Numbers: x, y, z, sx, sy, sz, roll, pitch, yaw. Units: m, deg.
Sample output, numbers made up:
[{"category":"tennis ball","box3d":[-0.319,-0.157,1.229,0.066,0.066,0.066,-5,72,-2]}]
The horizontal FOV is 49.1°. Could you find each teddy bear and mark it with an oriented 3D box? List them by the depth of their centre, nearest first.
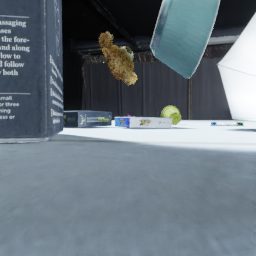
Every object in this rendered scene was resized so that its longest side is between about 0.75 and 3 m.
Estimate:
[{"category":"teddy bear","box3d":[-0.327,-2.593,10.716,0.987,2.144,2.958,-25,-5,1]}]

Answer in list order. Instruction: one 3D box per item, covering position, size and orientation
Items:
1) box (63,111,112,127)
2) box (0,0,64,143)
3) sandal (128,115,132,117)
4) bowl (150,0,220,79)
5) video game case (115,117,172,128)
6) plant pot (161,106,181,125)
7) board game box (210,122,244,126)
[{"category":"box","box3d":[-1.743,-0.287,8.959,1.981,0.505,1.562,1,3,36]},{"category":"box","box3d":[-1.744,-1.327,3.810,1.573,2.937,2.180,0,1,-9]},{"category":"sandal","box3d":[0.082,-0.323,11.390,0.695,0.420,1.707,1,2,25]},{"category":"bowl","box3d":[1.541,-2.972,8.375,1.427,2.727,2.727,15,2,0]},{"category":"video game case","box3d":[0.395,-0.156,7.990,1.233,0.309,1.361,-1,2,-19]},{"category":"plant pot","box3d":[2.014,-0.508,12.664,0.878,0.878,0.807,0,14,-7]},{"category":"board game box","box3d":[3.753,-0.161,10.655,1.170,0.151,1.170,1,2,18]}]
